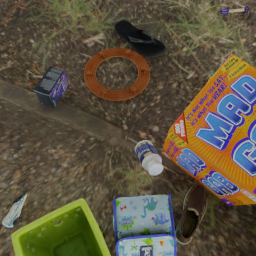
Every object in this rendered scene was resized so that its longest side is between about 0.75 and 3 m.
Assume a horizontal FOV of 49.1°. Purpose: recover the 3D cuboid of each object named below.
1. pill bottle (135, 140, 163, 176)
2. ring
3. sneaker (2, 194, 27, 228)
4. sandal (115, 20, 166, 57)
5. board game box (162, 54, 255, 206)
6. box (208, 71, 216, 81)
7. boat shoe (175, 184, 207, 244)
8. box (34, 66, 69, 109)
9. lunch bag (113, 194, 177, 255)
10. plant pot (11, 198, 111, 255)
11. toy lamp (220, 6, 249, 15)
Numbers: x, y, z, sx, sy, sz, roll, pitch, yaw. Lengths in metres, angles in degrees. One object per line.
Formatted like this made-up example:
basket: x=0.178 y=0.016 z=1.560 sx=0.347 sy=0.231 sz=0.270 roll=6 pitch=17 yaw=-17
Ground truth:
pill bottle: x=0.634 y=0.886 z=8.261 sx=0.593 sy=0.593 sz=1.069 roll=-17 pitch=37 yaw=-9
ring: x=-0.419 y=-2.125 z=10.580 sx=2.517 sy=0.242 sz=2.517 roll=0 pitch=63 yaw=0
sneaker: x=-3.254 y=2.402 z=8.187 sx=0.373 sy=0.370 sz=1.030 roll=42 pitch=52 yaw=-25
sandal: x=0.406 y=-3.617 z=11.191 sx=2.442 sy=0.523 sz=0.928 roll=36 pitch=68 yaw=17
board game box: x=2.816 y=0.234 z=7.663 sx=2.614 sy=2.614 sz=2.616 roll=38 pitch=78 yaw=13
box: x=3.217 y=-1.336 z=9.961 sx=0.941 sy=0.596 sz=0.977 roll=24 pitch=65 yaw=11
boat shoe: x=1.879 y=2.394 z=7.962 sx=0.667 sy=0.668 sz=1.805 roll=19 pitch=64 yaw=10
box: x=-2.671 y=-1.427 z=9.861 sx=0.609 sy=0.863 sz=1.167 roll=19 pitch=65 yaw=9
lunch bag: x=0.419 y=2.793 z=7.531 sx=1.608 sy=1.205 sz=1.891 roll=-3 pitch=75 yaw=-2
plant pot: x=-1.476 y=3.156 z=6.965 sx=1.911 sy=1.734 sz=1.901 roll=-24 pitch=66 yaw=-12
toy lamp: x=4.574 y=-5.057 z=12.073 sx=1.153 sy=0.336 sz=0.336 roll=-5 pitch=62 yaw=-6
